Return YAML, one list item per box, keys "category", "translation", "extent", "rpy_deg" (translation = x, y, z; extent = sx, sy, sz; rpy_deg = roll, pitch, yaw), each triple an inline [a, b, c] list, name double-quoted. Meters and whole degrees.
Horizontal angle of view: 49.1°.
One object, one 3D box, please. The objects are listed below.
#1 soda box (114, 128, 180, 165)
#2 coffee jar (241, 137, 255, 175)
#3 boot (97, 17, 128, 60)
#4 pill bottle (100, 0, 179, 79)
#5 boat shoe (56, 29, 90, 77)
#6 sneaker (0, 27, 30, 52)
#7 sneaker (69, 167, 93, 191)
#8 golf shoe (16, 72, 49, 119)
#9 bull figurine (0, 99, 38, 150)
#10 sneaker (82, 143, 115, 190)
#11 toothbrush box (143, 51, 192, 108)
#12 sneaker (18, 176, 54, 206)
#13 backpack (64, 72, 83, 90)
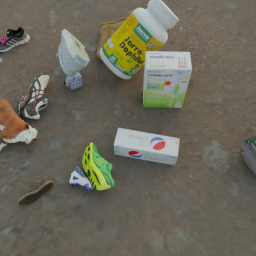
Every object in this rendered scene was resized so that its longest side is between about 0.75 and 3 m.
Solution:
- category: "soda box"
  translation: [0.637, 0.637, 9.622]
  extent: [2.162, 0.688, 0.736]
  rpy_deg: [10, 57, 5]
- category: "coffee jar"
  translation: [5.193, 0.663, 9.383]
  extent: [2.476, 1.056, 1.291]
  rpy_deg: [-17, 58, -12]
- category: "boot"
  translation: [-0.485, -4.037, 12.769]
  extent: [1.844, 0.696, 2.105]
  rpy_deg: [-10, 55, 9]
- category: "pill bottle"
  translation: [0.445, -3.470, 10.841]
  extent: [2.999, 1.691, 1.691]
  rpy_deg: [-42, 57, 23]
- category: "boat shoe"
  translation: [-2.215, -2.783, 10.362]
  extent: [1.052, 1.030, 2.953]
  rpy_deg: [-43, 35, 12]
- category: "sneaker"
  translation: [-5.395, -4.068, 12.697]
  extent: [1.754, 0.767, 0.647]
  rpy_deg: [-29, 61, -18]
- category: "sneaker"
  translation: [-1.586, 1.768, 9.100]
  extent: [0.549, 0.384, 0.951]
  rpy_deg: [-38, 60, -16]
- category: "golf shoe"
  translation: [-3.480, -1.240, 10.945]
  extent: [0.917, 0.804, 2.082]
  rpy_deg: [24, 63, -5]
- category: "bull figurine"
  translation: [-4.331, -0.032, 10.004]
  extent: [1.482, 0.795, 2.441]
  rpy_deg: [-35, 63, -21]
- category: "sneaker"
  translation: [-0.982, 1.293, 9.298]
  extent: [0.790, 0.700, 1.890]
  rpy_deg: [14, 35, -37]
- category: "toothbrush box"
  translation: [1.364, -1.725, 10.327]
  extent: [1.549, 2.128, 0.916]
  rpy_deg: [1, 56, 0]
- category: "sneaker"
  translation: [-2.984, 2.001, 8.963]
  extent: [1.209, 0.426, 0.457]
  rpy_deg: [-30, 44, -23]
- category: "backpack"
  translation: [-2.170, -1.923, 11.307]
  extent: [0.756, 0.720, 0.582]
  rpy_deg: [-30, 77, -18]
